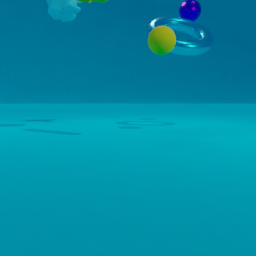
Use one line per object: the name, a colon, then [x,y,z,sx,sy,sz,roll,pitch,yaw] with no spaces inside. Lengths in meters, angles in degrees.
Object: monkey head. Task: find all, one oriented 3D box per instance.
monkey head: [-2.084,-4.196,9.356,1.231,1.032,1.712,3,3,44]

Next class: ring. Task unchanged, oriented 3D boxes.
ring: [1.599,-2.873,8.656,2.091,0.418,2.091,5,43,-5]

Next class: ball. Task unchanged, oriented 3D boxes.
ball: [0.869,-2.246,7.199,0.718,0.718,0.718,0,5,0]
ball: [2.275,-4.299,10.271,0.806,0.806,0.806,0,5,0]

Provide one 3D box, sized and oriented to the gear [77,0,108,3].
gear: [-0.717,-3.475,5.433,1.892,1.892,0.350,4,16,37]
